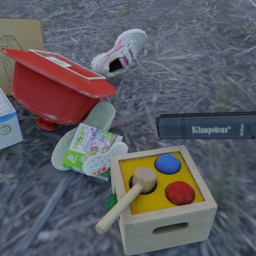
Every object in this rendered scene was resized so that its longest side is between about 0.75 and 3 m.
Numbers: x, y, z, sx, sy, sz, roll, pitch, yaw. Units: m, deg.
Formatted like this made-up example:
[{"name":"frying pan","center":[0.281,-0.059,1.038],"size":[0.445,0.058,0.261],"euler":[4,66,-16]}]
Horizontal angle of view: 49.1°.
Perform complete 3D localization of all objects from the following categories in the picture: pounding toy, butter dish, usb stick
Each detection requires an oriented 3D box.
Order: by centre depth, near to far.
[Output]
[{"name":"pounding toy","center":[0.398,1.338,5.405],"size":[2.142,1.523,1.972],"euler":[-8,39,-9]},{"name":"usb stick","center":[1.602,-0.035,5.728],"size":[2.079,0.576,0.339],"euler":[-1,14,20]},{"name":"butter dish","center":[-1.999,-0.873,7.933],"size":[2.726,2.020,2.733],"euler":[28,15,4]}]

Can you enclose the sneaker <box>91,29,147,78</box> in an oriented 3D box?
[{"name":"sneaker","center":[-0.160,-2.615,10.239],"size":[2.409,0.980,1.063],"euler":[-43,45,-2]}]

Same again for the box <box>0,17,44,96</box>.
[{"name":"box","center":[-3.737,-2.255,9.179],"size":[2.084,2.549,0.271],"euler":[3,30,3]}]

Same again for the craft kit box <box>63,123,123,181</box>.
[{"name":"craft kit box","center":[-0.846,0.574,6.916],"size":[1.158,0.284,1.172],"euler":[16,63,4]}]

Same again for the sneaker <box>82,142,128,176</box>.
[{"name":"sneaker","center":[-0.488,0.750,6.525],"size":[1.172,0.480,0.451],"euler":[-28,81,4]}]

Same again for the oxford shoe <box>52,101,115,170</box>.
[{"name":"oxford shoe","center":[-1.129,0.252,7.574],"size":[0.883,0.678,2.348],"euler":[34,60,5]}]

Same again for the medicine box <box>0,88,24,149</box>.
[{"name":"medicine box","center":[-4.233,-0.222,7.780],"size":[1.895,1.071,2.080],"euler":[-23,44,-27]}]
